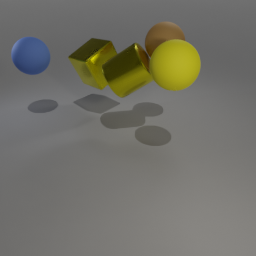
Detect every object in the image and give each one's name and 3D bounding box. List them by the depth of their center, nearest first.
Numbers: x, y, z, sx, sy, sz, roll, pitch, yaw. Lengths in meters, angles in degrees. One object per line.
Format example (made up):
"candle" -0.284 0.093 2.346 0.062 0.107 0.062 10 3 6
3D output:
"ball" 1.302 -1.738 7.816 1.400 1.400 1.400 0 29 0
"cylinder" 0.054 -1.961 9.628 1.400 1.400 1.400 -28 21 21
"ball" 1.288 -2.960 9.760 1.400 1.400 1.400 0 29 0
"ball" -3.675 -2.732 10.642 1.400 1.400 1.400 0 29 0
"cube" -1.268 -2.620 11.369 1.400 1.400 1.400 -45 42 -18
